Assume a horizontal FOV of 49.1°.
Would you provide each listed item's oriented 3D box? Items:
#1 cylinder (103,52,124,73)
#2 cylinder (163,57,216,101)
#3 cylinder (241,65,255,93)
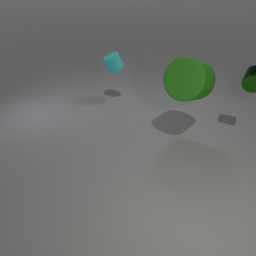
[{"bbox_3d":[-0.631,-2.912,12.444,0.700,0.700,0.700,-23,29,13],"label":"cylinder"},{"bbox_3d":[2.096,-1.632,9.460,1.400,1.400,1.400,17,16,27],"label":"cylinder"},{"bbox_3d":[4.353,-1.691,9.677,0.700,0.700,0.700,15,49,24],"label":"cylinder"}]
